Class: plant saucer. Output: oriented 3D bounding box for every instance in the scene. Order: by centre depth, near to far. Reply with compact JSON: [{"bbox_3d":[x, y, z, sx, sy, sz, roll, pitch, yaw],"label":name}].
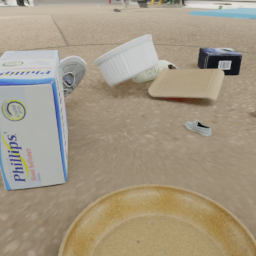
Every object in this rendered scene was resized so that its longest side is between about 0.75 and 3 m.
[{"bbox_3d":[0.424,1.817,3.817,2.678,0.474,2.678,0,29,0],"label":"plant saucer"}]

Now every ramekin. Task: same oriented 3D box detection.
[{"bbox_3d":[0.017,-2.168,9.227,2.045,0.997,2.045,-24,10,5],"label":"ramekin"}]

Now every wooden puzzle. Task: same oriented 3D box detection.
[{"bbox_3d":[2.042,-1.507,9.665,2.223,0.414,2.057,9,38,22],"label":"wooden puzzle"}]

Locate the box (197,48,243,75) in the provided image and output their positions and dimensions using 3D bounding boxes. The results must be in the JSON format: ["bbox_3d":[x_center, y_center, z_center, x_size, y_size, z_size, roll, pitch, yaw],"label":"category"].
[{"bbox_3d":[3.901,-2.904,12.086,1.453,0.895,1.441,-1,27,-1],"label":"box"}]

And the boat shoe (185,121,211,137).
[{"bbox_3d":[1.873,-0.051,7.454,0.284,0.289,0.813,-22,35,-35],"label":"boat shoe"}]

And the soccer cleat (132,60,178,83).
[{"bbox_3d":[1.081,-2.266,11.030,0.906,0.809,2.336,21,32,35],"label":"soccer cleat"}]

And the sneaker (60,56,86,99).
[{"bbox_3d":[-1.981,-0.945,7.709,2.371,0.886,0.972,-45,37,6],"label":"sneaker"}]

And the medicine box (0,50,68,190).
[{"bbox_3d":[-1.993,-0.310,5.942,1.227,2.171,2.384,-5,29,-10],"label":"medicine box"}]
